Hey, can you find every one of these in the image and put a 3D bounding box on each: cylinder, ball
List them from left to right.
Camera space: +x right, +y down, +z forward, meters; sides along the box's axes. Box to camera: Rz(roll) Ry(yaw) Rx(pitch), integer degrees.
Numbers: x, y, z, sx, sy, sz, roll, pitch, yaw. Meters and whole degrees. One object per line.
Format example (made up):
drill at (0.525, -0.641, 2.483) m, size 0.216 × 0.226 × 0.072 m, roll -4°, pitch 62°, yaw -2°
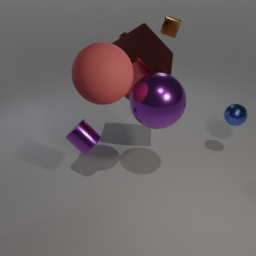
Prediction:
cylinder at (-1.222, 0.243, 7.676) m, size 0.700 × 0.700 × 0.700 m, roll -42°, pitch 12°, yaw 11°
ball at (-0.578, -1.232, 6.411) m, size 1.400 × 1.400 × 1.400 m, roll 0°, pitch 29°, yaw 0°
ball at (0.736, -0.670, 6.950) m, size 1.400 × 1.400 × 1.400 m, roll 0°, pitch 29°, yaw 0°
ball at (3.359, -0.407, 8.749) m, size 0.700 × 0.700 × 0.700 m, roll 0°, pitch 29°, yaw 0°

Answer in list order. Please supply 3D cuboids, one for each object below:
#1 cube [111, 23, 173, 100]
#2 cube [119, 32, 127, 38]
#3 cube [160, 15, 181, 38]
cube at (0.307, -1.802, 8.082) m, size 1.400 × 1.400 × 1.400 m, roll -19°, pitch 49°, yaw 39°
cube at (-0.070, -4.581, 14.902) m, size 0.700 × 0.700 × 0.700 m, roll 24°, pitch 37°, yaw 9°
cube at (1.862, -4.404, 12.162) m, size 0.700 × 0.700 × 0.700 m, roll 21°, pitch 29°, yaw 2°
